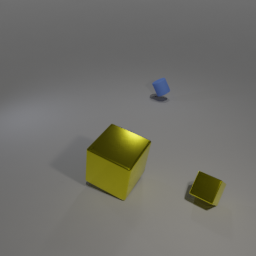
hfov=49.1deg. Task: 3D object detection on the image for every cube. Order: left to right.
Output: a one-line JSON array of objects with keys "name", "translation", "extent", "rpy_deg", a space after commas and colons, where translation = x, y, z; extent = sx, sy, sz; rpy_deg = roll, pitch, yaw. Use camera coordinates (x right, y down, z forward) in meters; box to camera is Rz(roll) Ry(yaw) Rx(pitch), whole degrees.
[{"name": "cube", "translation": [-0.306, 0.991, 8.398], "extent": [1.400, 1.400, 1.400], "rpy_deg": [24, 42, 16]}, {"name": "cube", "translation": [2.269, 1.717, 7.941], "extent": [0.700, 0.700, 0.700], "rpy_deg": [22, -6, 33]}]

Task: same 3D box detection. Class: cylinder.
[{"name": "cylinder", "translation": [1.661, -2.046, 14.002], "extent": [0.700, 0.700, 0.700], "rpy_deg": [-24, 18, 8]}]
